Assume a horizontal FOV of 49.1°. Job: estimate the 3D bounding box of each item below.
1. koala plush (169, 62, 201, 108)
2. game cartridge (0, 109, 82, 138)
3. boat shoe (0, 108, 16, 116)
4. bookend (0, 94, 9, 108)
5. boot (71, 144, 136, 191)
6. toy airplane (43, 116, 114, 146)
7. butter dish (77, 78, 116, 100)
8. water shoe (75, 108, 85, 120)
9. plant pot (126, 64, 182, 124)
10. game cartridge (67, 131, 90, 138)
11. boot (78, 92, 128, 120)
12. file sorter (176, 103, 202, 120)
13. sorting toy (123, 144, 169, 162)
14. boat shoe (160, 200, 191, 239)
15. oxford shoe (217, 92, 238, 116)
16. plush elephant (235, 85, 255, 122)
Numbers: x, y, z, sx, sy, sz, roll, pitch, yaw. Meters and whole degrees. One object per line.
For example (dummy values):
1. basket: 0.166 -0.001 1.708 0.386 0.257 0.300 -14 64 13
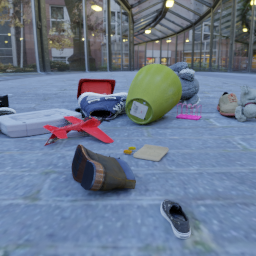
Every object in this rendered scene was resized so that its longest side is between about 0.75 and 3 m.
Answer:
1. koala plush: 2.877 -2.235 15.362 2.459 2.372 2.675 -20 22 -22
2. game cartridge: -3.366 -0.238 10.678 2.930 0.593 1.954 -12 16 -39
3. boat shoe: -5.451 -0.379 11.217 1.860 0.638 0.527 -8 36 -23
4. bookend: -6.278 -1.177 13.570 0.870 0.876 0.403 1 15 2
5. boot: -0.627 0.923 6.260 0.999 0.770 2.062 15 7 -24
6. toy airplane: -1.713 -0.014 9.330 2.491 0.458 2.491 2 27 -1
7. butter dish: -1.573 -1.482 14.081 1.878 1.392 1.883 -1 -29 -15
8. water shoe: -2.085 -0.634 12.151 0.479 0.528 1.339 -4 15 -14
9. plant pot: 0.862 -1.205 11.732 2.306 2.306 2.464 6 31 22
10. game cartridge: -1.953 0.133 9.850 1.185 0.246 0.789 -5 20 -19
11. boot: -0.670 -0.852 12.565 2.970 1.080 1.342 -3 37 -29
12. file sorter: 2.713 -0.748 12.425 0.981 0.615 0.682 8 16 27
13. sorting toy: 0.496 0.689 7.883 1.126 0.151 0.839 7 20 25
14. boat shoe: 0.781 1.411 4.671 0.350 0.332 1.002 -1 15 -5
15. oxford shoe: 4.776 -1.149 13.188 0.924 0.981 2.622 3 15 -1
16. plush elephant: 5.242 -0.908 11.740 1.737 1.345 1.431 19 -24 -39
